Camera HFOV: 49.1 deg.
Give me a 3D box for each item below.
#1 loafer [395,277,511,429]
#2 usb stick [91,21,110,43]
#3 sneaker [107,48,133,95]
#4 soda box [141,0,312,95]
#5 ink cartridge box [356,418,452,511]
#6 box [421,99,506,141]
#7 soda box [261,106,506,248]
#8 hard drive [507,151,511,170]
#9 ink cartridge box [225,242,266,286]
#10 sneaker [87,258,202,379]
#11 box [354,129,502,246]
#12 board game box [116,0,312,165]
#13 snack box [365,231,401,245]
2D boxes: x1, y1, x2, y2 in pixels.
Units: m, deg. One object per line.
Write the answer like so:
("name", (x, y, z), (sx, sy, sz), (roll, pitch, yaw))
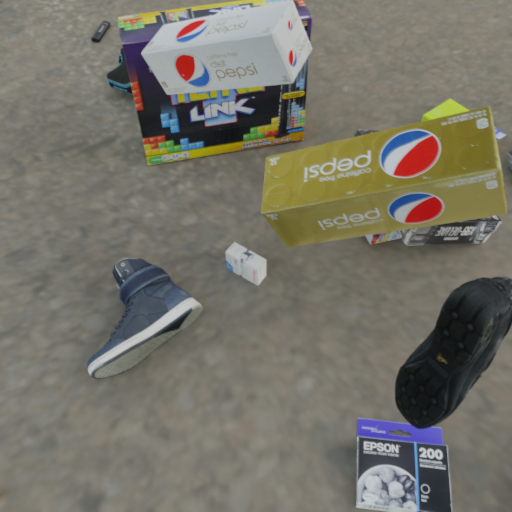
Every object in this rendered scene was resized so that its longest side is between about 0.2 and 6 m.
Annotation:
("loafer", (2.235, 1.153, 6.293), (0.811, 2.310, 0.784), (-18, 50, -30))
("usb stick", (-4.204, -6.075, 15.166), (0.250, 0.147, 0.902), (9, 54, 7))
("sneaker", (-2.777, -5.105, 13.888), (1.167, 1.043, 2.850), (9, 54, 7))
("soda box", (-0.521, -3.306, 9.065), (2.665, 0.907, 0.848), (6, 56, 34))
("ink cartridge box", (2.159, 3.074, 8.291), (1.344, 0.294, 1.357), (5, 52, 4))
("box", (4.641, -2.838, 12.614), (0.974, 0.381, 1.597), (-33, 60, -22))
("soda box", (1.883, -1.109, 8.661), (3.505, 1.122, 1.187), (-9, 57, 25))
("hard drive", (6.391, -1.598, 11.653), (1.424, 0.447, 2.112), (-25, 57, -17))
("ink cartridge box", (-0.185, 0.152, 10.303), (0.724, 0.530, 0.311), (28, 58, 19))
("sneaker", (-2.218, 0.962, 9.430), (2.156, 0.820, 1.558), (-34, 71, -34))
("box", (3.210, -1.365, 10.921), (2.057, 0.649, 2.608), (-3, 50, -29))
("board game box", (-0.752, -3.521, 11.513), (3.592, 2.969, 1.019), (-11, 54, -7))
("snack box", (2.474, -1.024, 11.203), (1.126, 0.419, 1.583), (-12, 54, -14))
